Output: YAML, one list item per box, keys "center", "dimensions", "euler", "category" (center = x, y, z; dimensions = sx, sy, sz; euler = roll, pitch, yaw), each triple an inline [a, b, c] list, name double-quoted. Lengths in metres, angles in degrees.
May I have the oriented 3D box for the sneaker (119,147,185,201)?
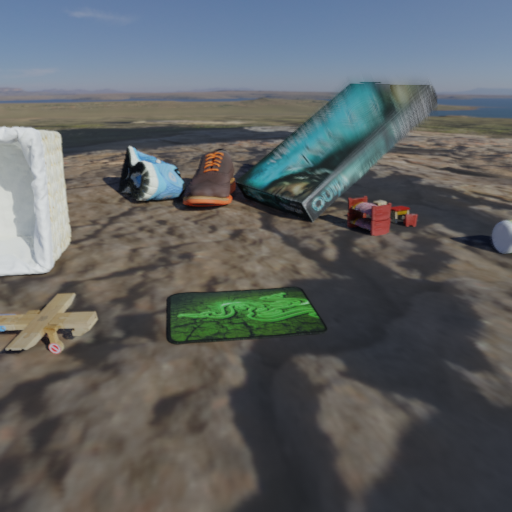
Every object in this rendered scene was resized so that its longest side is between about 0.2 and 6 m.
- center: [-2.953, -2.175, 15.935]
  dimensions: [1.490, 1.298, 3.312]
  euler: [8, 18, -29]
  category: "sneaker"

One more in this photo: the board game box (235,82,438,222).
- center: [2.014, -2.895, 14.562]
  dimensions: [4.657, 0.656, 3.150]
  euler: [-43, 33, -14]
  category: "board game box"

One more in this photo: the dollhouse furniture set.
- center: [2.924, -0.964, 12.477]
  dimensions: [1.663, 0.677, 0.895]
  euler: [-10, 21, -29]
  category: "dollhouse furniture set"

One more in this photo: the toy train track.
- center: [-3.113, 0.965, 7.150]
  dimensions: [2.278, 0.371, 1.306]
  euler: [-2, 24, 11]
  category: "toy train track"

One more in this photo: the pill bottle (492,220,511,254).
- center: [5.222, -0.398, 10.797]
  dimensions: [1.132, 0.638, 0.638]
  euler: [-5, 19, -14]
  category: "pill bottle"

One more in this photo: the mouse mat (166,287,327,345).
- center: [-0.204, 0.805, 8.021]
  dimensions: [2.143, 0.081, 1.724]
  euler: [-2, 18, -9]
  category: "mouse mat"

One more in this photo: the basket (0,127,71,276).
- center: [-4.708, -1.057, 9.919]
  dimensions: [2.493, 2.471, 2.005]
  euler: [-1, 16, -3]
  category: "basket"

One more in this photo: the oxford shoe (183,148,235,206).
- center: [-1.268, -2.143, 15.087]
  dimensions: [1.285, 1.309, 3.610]
  euler: [1, 18, 2]
  category: "oxford shoe"
